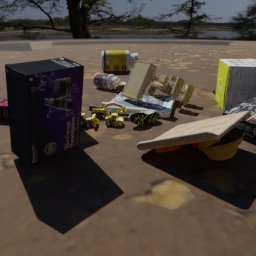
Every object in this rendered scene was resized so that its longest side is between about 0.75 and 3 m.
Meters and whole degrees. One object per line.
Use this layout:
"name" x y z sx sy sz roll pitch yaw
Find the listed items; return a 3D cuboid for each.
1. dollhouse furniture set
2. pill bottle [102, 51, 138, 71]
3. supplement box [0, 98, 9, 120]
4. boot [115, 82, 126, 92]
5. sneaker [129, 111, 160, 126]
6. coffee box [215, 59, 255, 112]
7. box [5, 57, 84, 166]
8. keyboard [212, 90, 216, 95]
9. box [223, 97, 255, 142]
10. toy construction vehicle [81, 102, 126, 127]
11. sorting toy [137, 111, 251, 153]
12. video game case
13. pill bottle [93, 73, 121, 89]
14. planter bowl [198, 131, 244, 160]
"dollhouse furniture set" 1.098 -1.599 11.761 2.363 1.538 2.171 21 4 -43
"pill bottle" -0.549 -4.469 18.652 2.391 1.339 1.339 -1 22 -3
"supplement box" -4.458 -0.698 10.269 1.782 0.543 0.970 4 23 10
"boot" -0.263 -2.044 13.869 1.083 0.394 0.842 -9 24 -25
"sneaker" 0.503 -0.354 9.673 1.238 0.467 0.473 -3 12 -36
"coffee box" 4.581 -1.716 11.140 1.773 1.793 1.791 2 22 5
"box" -2.063 -0.456 7.118 0.930 2.359 1.665 29 35 34
"keyboard" 5.282 -1.740 13.030 2.427 0.481 1.263 -1 22 -1
"box" 4.668 -0.397 8.692 2.655 0.661 2.094 -24 30 -23
"toy construction vehicle" -0.918 -0.505 9.781 1.605 0.565 1.397 2 22 4
"sorting toy" 1.806 0.155 7.496 2.293 0.452 2.477 -13 4 44
"video game case" 0.571 -0.998 11.391 2.486 0.290 2.260 5 22 13
"pill bottle" -1.061 -2.379 14.240 1.345 0.745 0.745 16 27 34
"planter bowl" 2.368 0.496 7.167 1.242 0.517 1.242 -15 10 3
